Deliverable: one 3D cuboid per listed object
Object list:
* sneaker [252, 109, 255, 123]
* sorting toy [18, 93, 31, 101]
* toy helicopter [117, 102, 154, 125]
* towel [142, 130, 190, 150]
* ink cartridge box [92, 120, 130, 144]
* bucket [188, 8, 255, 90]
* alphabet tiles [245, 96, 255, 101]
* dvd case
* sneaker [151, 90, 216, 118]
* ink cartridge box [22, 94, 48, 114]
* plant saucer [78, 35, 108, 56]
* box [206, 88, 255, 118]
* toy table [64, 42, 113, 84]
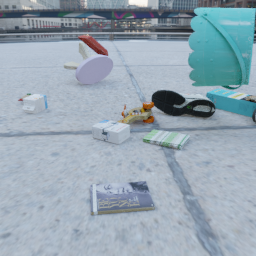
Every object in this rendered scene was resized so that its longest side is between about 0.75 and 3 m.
[{"bbox_3d":[6.291,-0.489,11.027,2.470,0.825,1.324,-4,16,-18],"label":"sneaker"},{"bbox_3d":[-5.056,-1.480,14.313,0.673,0.236,1.397,1,22,2],"label":"sorting toy"},{"bbox_3d":[0.131,-0.475,11.203,1.318,0.786,1.994,11,27,30],"label":"toy helicopter"},{"bbox_3d":[1.353,0.391,9.843,1.424,0.219,1.063,9,22,27],"label":"towel"},{"bbox_3d":[-0.601,0.124,10.055,1.129,0.485,0.826,11,25,28],"label":"ink cartridge box"},{"bbox_3d":[3.423,-2.841,10.083,1.965,3.020,3.020,5,22,24],"label":"bucket"},{"bbox_3d":[5.884,-1.165,11.706,1.409,0.064,1.685,-13,22,-40],"label":"alphabet tiles"},{"bbox_3d":[-0.178,1.654,6.776,1.463,0.117,1.088,-3,23,-7],"label":"dvd case"},{"bbox_3d":[2.520,-1.135,12.779,2.809,1.060,1.616,13,16,12],"label":"sneaker"},{"bbox_3d":[-4.274,-1.100,12.828,0.663,0.646,1.032,7,23,17],"label":"ink cartridge box"},{"bbox_3d":[-1.435,-3.520,11.842,1.184,0.217,1.182,36,-2,-35],"label":"plant saucer"},{"bbox_3d":[5.105,-1.153,12.896,1.167,0.697,2.837,-20,30,-40],"label":"box"},{"bbox_3d":[-2.543,-3.986,17.936,1.656,2.600,2.828,36,34,29],"label":"toy table"}]
